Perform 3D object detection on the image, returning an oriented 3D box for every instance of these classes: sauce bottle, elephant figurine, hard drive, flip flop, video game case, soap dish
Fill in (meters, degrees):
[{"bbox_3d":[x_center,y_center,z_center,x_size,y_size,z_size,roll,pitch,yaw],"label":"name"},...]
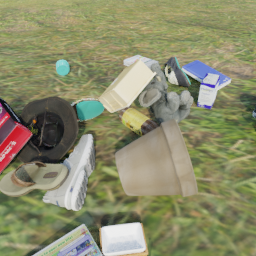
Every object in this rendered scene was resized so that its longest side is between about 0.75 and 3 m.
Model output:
[{"bbox_3d":[0.647,-0.045,10.805,0.791,0.791,2.445,-24,40,-31],"label":"sauce bottle"},{"bbox_3d":[1.252,-1.188,11.179,1.855,1.692,2.391,-33,52,-27],"label":"elephant figurine"},{"bbox_3d":[4.172,-2.849,14.951,1.478,0.284,2.240,-29,55,-35],"label":"hard drive"},{"bbox_3d":[-2.835,1.382,8.109,2.540,0.731,1.030,-10,48,31],"label":"flip flop"},{"bbox_3d":[-1.422,3.270,6.200,1.862,0.205,1.695,-28,42,-18],"label":"video game case"},{"bbox_3d":[-0.123,2.833,6.901,1.107,0.450,0.871,-4,35,-7],"label":"soap dish"}]

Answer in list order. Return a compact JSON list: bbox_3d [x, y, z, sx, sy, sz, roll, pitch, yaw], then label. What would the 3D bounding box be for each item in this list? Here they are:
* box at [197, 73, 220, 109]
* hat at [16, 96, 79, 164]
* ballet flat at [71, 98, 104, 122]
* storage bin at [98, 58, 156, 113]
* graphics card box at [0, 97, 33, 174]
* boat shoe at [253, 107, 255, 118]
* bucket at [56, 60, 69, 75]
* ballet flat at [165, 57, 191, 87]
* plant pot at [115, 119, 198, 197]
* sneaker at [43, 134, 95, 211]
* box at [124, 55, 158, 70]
[{"bbox_3d":[3.698,-1.700,12.827,0.651,1.240,1.141,14,37,20],"label":"box"},{"bbox_3d":[-2.699,0.222,9.889,2.724,1.099,2.724,-7,73,22],"label":"hat"},{"bbox_3d":[-2.328,-0.656,11.533,2.830,1.070,0.904,-23,35,-33],"label":"ballet flat"},{"bbox_3d":[-0.109,-1.521,10.397,1.718,0.805,1.706,-52,16,-21],"label":"storage bin"},{"bbox_3d":[-4.689,0.104,9.855,1.835,0.744,2.925,-51,48,-1],"label":"graphics card box"},{"bbox_3d":[6.255,-1.253,12.383,0.782,1.004,2.212,24,41,31],"label":"boat shoe"},{"bbox_3d":[-3.668,-3.374,15.723,0.797,0.797,0.519,-6,46,-9],"label":"bucket"},{"bbox_3d":[2.527,-2.863,14.960,1.008,1.008,2.759,-5,41,-7],"label":"ballet flat"},{"bbox_3d":[0.750,1.071,8.223,1.977,2.279,2.279,-16,35,4],"label":"plant pot"},{"bbox_3d":[-1.756,1.165,8.769,1.205,1.098,2.939,4,35,6],"label":"sneaker"},{"bbox_3d":[0.782,-3.890,16.845,1.674,0.345,1.305,28,43,36],"label":"box"}]
